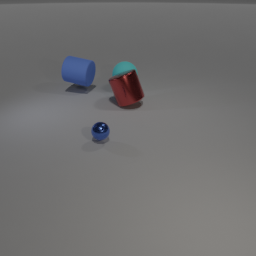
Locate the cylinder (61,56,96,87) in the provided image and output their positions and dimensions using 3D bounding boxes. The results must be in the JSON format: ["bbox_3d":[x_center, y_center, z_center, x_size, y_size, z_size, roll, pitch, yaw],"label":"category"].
[{"bbox_3d":[-2.651,-3.067,15.126,1.400,1.400,1.400,14,30,11],"label":"cylinder"}]

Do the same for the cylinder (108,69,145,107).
[{"bbox_3d":[-0.063,-1.952,13.632,1.400,1.400,1.400,-20,18,7],"label":"cylinder"}]

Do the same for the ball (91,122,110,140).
[{"bbox_3d":[-1.034,0.115,10.538,0.700,0.700,0.700,0,28,0],"label":"ball"}]

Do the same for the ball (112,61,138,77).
[{"bbox_3d":[-0.165,-2.943,15.414,1.400,1.400,1.400,0,28,0],"label":"ball"}]
